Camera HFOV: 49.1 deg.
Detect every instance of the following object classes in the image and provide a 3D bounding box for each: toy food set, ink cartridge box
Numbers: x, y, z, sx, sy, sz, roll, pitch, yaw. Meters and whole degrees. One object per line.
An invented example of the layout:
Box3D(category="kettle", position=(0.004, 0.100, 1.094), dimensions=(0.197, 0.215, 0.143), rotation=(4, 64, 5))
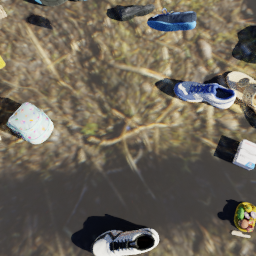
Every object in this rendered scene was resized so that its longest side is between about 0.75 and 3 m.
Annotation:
Box3D(category="toy food set", position=(3.394, 2.631, 8.016), dimensions=(0.592, 0.329, 1.006), rotation=(18, 74, 6))
Box3D(category="ink cartridge box", position=(3.633, 0.820, 8.575), dimensions=(0.551, 0.321, 0.762), rotation=(25, 75, 7))

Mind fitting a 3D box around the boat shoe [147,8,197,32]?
Box3D(category="boat shoe", position=(1.175, -2.856, 7.441), dimensions=(1.346, 0.566, 0.462), rotation=(12, 83, 23))

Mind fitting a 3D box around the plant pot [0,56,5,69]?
Box3D(category="plant pot", position=(-5.253, -2.523, 9.066), dimensions=(1.534, 1.353, 1.534), rotation=(-34, 77, -9))

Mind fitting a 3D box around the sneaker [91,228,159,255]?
Box3D(category="sneaker", position=(-0.095, 3.124, 7.651), dimensions=(1.918, 0.767, 0.707), rotation=(-12, 75, -2))

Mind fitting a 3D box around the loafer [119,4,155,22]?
Box3D(category="loafer", position=(0.310, -4.241, 10.060), dimensions=(1.312, 0.446, 0.461), rotation=(-16, 82, -1))

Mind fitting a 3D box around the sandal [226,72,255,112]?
Box3D(category="sandal", position=(4.179, -0.992, 8.866), dimensions=(0.919, 0.825, 2.507), rotation=(-29, 75, -9))

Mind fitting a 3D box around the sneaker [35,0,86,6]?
Box3D(category="sneaker", position=(-2.452, -5.074, 10.237), dimensions=(2.267, 0.830, 0.928), rotation=(-5, 57, -8))

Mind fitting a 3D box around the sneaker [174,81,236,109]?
Box3D(category="sneaker", position=(2.463, -1.206, 8.925), dimensions=(1.939, 0.855, 0.730), rotation=(11, 75, 5))

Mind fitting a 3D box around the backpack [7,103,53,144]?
Box3D(category="backpack", position=(-2.946, -0.121, 8.581), dimensions=(1.188, 0.911, 1.044), rotation=(36, 70, 4))

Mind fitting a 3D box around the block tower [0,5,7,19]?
Box3D(category="block tower", position=(-5.263, -3.934, 9.958), dimensions=(1.699, 0.491, 0.459), rotation=(-29, 75, -9))
